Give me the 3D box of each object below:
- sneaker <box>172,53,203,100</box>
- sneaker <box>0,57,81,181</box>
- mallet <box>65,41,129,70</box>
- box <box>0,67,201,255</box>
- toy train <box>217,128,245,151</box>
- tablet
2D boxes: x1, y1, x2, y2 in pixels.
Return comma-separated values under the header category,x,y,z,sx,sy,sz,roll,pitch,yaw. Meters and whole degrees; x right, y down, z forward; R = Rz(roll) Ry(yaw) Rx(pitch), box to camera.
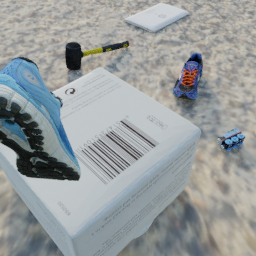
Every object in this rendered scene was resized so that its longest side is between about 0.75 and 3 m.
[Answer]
category,x,y,z,sx,sy,sz,roll,pitch,yaw
sneaker,1.899,-1.642,8.759,0.799,0.832,2.121,11,45,12
sneaker,-0.718,0.004,2.514,0.588,1.500,0.675,3,56,5
mallet,-1.069,-2.687,10.156,2.684,0.884,0.552,-18,49,-38
box,-0.673,0.653,5.647,2.939,1.931,2.954,-34,54,-30
toy train,2.629,0.300,7.174,0.752,0.326,0.430,-22,40,-18
tablet,1.335,-5.085,12.728,1.733,0.182,2.663,34,54,29
